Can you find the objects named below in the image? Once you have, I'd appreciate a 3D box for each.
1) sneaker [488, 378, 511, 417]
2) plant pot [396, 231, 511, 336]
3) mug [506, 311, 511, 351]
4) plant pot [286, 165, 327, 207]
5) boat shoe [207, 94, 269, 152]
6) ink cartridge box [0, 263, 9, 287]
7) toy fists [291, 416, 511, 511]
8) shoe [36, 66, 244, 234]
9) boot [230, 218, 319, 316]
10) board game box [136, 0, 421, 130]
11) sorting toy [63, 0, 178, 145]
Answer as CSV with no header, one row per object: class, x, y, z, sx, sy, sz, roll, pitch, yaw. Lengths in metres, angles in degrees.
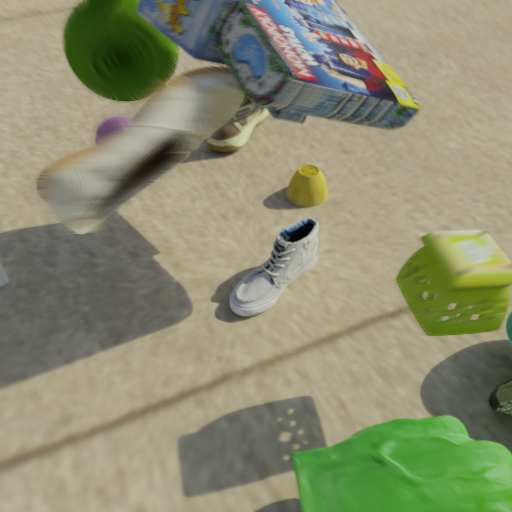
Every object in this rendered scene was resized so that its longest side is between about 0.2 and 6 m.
sneaker,4.011,2.008,5.776,3.038,1.168,1.346,10,55,16
plant pot,2.060,0.230,5.698,0.866,0.790,0.871,-2,42,-15
mug,3.663,1.075,6.708,1.130,0.851,1.376,15,37,-34
plant pot,0.887,-1.249,9.588,0.722,0.512,0.722,0,44,0
boat shoe,-0.306,-3.110,11.292,0.975,0.897,2.729,11,44,12
ink cartridge box,-4.281,0.277,7.977,1.134,0.487,0.830,-32,52,-28
toy fists,1.620,3.194,4.237,2.084,1.406,4.089,-10,45,1
shoe,-1.165,-1.202,6.429,2.684,0.939,0.716,-35,65,-8
boot,0.263,0.088,7.926,0.631,0.819,1.714,30,51,28
board game box,0.161,-2.615,6.877,2.848,0.879,2.850,-2,52,-36
sorting toy,-1.645,-2.555,6.949,1.500,4.326,1.490,0,45,-15
